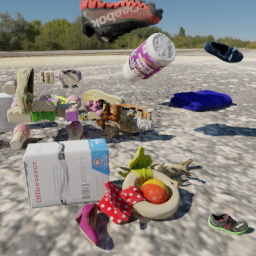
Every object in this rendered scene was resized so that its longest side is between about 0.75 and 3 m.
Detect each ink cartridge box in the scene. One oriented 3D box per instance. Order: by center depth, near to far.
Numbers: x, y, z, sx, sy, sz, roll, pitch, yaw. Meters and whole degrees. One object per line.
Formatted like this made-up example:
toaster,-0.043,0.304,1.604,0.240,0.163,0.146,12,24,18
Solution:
ink cartridge box,-1.388,1.029,6.586,1.842,1.332,0.776,-4,19,-11

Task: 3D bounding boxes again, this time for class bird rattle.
bird rattle,0.357,1.360,6.238,1.657,1.145,2.032,20,25,8

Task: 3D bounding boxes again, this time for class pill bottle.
pill bottle,0.909,-3.279,13.692,1.540,1.540,2.743,-14,-8,-36

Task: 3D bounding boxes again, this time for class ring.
ring,-0.117,-0.692,13.115,2.072,0.199,2.072,6,25,-3

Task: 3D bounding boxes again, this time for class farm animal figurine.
farm animal figurine,-0.483,-0.250,10.773,2.416,1.274,2.443,6,8,-20

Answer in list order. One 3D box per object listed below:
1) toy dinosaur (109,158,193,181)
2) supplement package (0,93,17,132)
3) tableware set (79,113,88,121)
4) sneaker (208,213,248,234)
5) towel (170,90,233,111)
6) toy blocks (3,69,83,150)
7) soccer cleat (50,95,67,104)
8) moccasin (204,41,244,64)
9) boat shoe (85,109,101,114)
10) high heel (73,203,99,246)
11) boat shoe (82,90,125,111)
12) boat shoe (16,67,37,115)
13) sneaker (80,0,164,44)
toy dinosaur,0.733,1.192,7.478,2.560,0.745,1.294,2,2,-18
supplement package,-5.018,-0.638,11.341,0.840,1.436,0.843,-6,20,-18
tableware set,-2.444,-0.534,13.016,1.170,0.180,0.788,11,22,29
sneaker,2.010,1.894,5.606,0.762,0.319,0.292,5,19,14
towel,3.999,-1.594,15.297,2.881,0.714,2.128,-12,21,-32
toy blocks,-2.914,-0.942,10.138,2.590,2.771,2.333,-2,25,-7
soccer cleat,-3.362,-1.275,14.309,2.422,0.783,1.013,16,19,39
moccasin,4.024,-3.111,11.609,1.768,0.712,0.603,12,-1,-9
boat shoe,-1.700,-0.798,13.668,0.847,0.256,0.313,2,19,7
high heel,-0.687,1.830,5.492,0.544,0.382,1.133,-35,28,-17
boat shoe,-1.470,-1.394,14.600,2.548,0.913,0.970,11,33,29
boat shoe,-3.183,-1.188,8.814,0.491,1.567,0.574,-11,-12,5
sneaker,-0.297,-3.182,8.472,2.742,1.339,0.969,12,1,22
